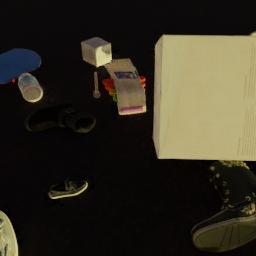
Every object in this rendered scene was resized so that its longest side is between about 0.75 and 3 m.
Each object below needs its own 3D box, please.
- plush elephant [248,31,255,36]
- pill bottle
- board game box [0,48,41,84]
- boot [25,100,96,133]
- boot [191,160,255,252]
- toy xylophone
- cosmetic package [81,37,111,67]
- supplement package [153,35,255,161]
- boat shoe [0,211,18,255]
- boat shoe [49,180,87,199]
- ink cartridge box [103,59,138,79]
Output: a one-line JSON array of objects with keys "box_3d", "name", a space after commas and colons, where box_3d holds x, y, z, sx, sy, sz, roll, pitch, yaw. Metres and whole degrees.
[{"box_3d": [4.514, -1.801, 9.222, 2.999, 2.470, 2.322, 21, 49, 30], "name": "plush elephant"}, {"box_3d": [-3.642, -1.539, 10.337, 0.683, 0.683, 1.255, -18, 43, -21], "name": "pill bottle"}, {"box_3d": [-4.851, -2.408, 11.612, 2.033, 0.501, 2.574, 34, 55, 29], "name": "board game box"}, {"box_3d": [-2.077, -0.202, 8.668, 1.849, 0.696, 1.383, -29, 48, -32], "name": "boot"}, {"box_3d": [2.210, 1.630, 6.359, 2.400, 0.866, 1.813, -13, 36, -14], "name": "boot"}, {"box_3d": [-0.284, -1.512, 10.310, 1.951, 0.670, 2.665, -1, 39, 0], "name": "toy xylophone"}, {"box_3d": [-1.395, -3.391, 12.469, 0.873, 0.878, 1.049, -31, 47, -31], "name": "cosmetic package"}, {"box_3d": [2.204, -0.808, 7.247, 2.975, 2.845, 2.188, 1, 11, 1], "name": "supplement package"}, {"box_3d": [-2.681, 2.603, 4.995, 1.090, 0.948, 2.958, -7, 39, -9], "name": "boat shoe"}, {"box_3d": [-1.475, 1.478, 6.920, 0.954, 0.297, 0.356, -11, 38, -15], "name": "boat shoe"}, {"box_3d": [-0.235, -1.981, 9.489, 0.929, 0.918, 0.218, 5, 68, 23], "name": "ink cartridge box"}]
